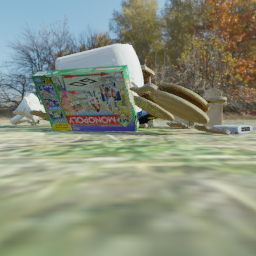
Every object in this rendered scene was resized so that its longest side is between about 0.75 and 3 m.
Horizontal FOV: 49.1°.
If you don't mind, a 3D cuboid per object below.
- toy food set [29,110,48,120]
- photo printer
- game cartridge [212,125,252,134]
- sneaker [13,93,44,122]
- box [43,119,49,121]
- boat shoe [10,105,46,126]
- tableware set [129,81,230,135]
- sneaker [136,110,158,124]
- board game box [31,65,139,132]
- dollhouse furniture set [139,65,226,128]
[{"bbox_3d":[-1.486,-0.448,7.210,1.977,0.646,1.163,-31,-36,25],"label":"toy food set"},{"bbox_3d":[-0.760,-1.230,7.955,2.432,2.024,0.845,-8,5,21],"label":"photo printer"},{"bbox_3d":[2.117,0.026,5.771,0.609,0.187,0.915,-4,-1,39],"label":"game cartridge"},{"bbox_3d":[-3.528,-0.693,10.256,0.885,0.820,2.183,35,6,-17],"label":"sneaker"},{"bbox_3d":[-3.712,-0.568,12.385,0.779,0.208,1.286,-17,-23,41],"label":"box"},{"bbox_3d":[-3.739,-0.436,11.229,1.919,0.657,0.691,-23,22,-5],"label":"boat shoe"},{"bbox_3d":[0.819,-0.589,5.895,1.755,0.532,2.654,29,-4,-15],"label":"tableware set"},{"bbox_3d":[0.540,-0.523,8.161,0.528,0.628,1.603,5,-9,-16],"label":"sneaker"},{"bbox_3d":[-0.904,-0.585,6.075,2.115,1.423,0.308,0,33,20],"label":"board game box"},{"bbox_3d":[1.665,-1.022,9.229,2.964,1.969,2.598,0,2,18],"label":"dollhouse furniture set"}]
